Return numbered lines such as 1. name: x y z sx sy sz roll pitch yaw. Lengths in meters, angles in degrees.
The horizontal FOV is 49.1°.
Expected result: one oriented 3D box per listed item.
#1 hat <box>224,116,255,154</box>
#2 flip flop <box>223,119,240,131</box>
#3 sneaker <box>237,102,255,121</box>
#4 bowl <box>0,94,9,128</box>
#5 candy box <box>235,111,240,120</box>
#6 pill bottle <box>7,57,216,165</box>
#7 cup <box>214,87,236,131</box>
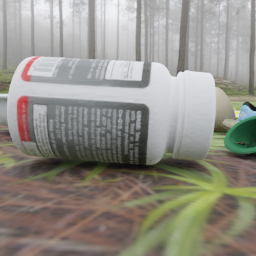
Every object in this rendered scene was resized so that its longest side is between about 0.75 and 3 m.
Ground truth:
1. hat: 2.518 0.425 5.248 1.196 1.053 0.991 -39 26 -13
2. flip flop: 3.120 -0.035 6.089 0.869 0.617 2.143 3 10 -43
3. sneaker: 3.721 -0.244 6.665 2.268 1.020 0.889 6 10 38
4. bowl: -2.658 -0.412 7.729 2.376 1.068 2.376 1 8 0
5. candy box: 4.340 -0.486 11.008 0.655 0.169 1.281 -27 22 -30
6. pill bottle: -0.200 -0.247 4.386 2.788 1.588 1.588 4 8 4
7. cup: 2.284 -0.394 7.861 0.899 1.257 1.257 -24 10 -3
